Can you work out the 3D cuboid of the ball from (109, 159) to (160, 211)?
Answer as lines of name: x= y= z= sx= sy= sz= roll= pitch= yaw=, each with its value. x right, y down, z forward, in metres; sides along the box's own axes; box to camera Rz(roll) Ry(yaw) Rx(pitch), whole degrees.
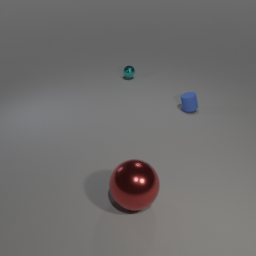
ball: x=0.180 y=1.572 z=7.803 sx=1.400 sy=1.400 sz=1.400 roll=0 pitch=32 yaw=0

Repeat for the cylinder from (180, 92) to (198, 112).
cylinder: x=2.806 y=-1.196 z=12.788 sx=0.700 sy=0.700 sz=0.700 roll=-14 pitch=25 yaw=7

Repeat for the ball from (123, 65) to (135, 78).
ball: x=0.072 y=-3.230 z=16.072 sx=0.700 sy=0.700 sz=0.700 roll=0 pitch=32 yaw=0
